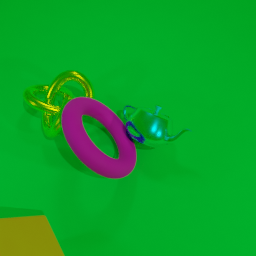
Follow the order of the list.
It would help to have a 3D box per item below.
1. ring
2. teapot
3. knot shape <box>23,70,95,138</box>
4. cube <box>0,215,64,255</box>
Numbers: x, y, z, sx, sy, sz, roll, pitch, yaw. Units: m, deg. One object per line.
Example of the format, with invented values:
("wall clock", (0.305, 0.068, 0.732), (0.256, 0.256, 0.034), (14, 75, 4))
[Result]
("ring", (-0.566, 0.174, 6.011), (0.400, 2.002, 2.002), (-38, 60, 25))
("teapot", (0.594, -0.076, 6.420), (1.808, 1.124, 0.885), (28, 104, 28))
("knot shape", (-1.761, -0.681, 6.723), (1.567, 0.774, 1.674), (25, 72, 21))
("cube", (-1.955, 2.376, 4.588), (1.287, 1.287, 1.287), (-44, 62, 12))
